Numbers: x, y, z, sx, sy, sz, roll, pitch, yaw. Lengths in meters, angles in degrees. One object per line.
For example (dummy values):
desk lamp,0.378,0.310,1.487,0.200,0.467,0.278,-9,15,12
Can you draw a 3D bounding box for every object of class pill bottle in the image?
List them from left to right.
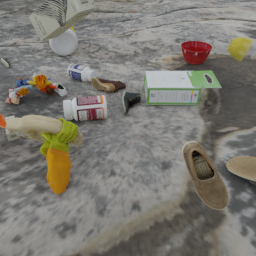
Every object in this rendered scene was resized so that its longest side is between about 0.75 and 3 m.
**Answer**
pill bottle,-3.189,-4.479,13.442,1.293,1.293,2.368,-10,38,-13
pill bottle,-1.790,-2.127,10.909,1.041,0.578,0.578,19,41,23
pill bottle,-1.328,-0.605,8.739,1.292,0.737,0.737,-6,37,-8

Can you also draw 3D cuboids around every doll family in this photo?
doll family,-3.405,-1.466,9.691,1.884,0.849,1.169,-18,36,-12

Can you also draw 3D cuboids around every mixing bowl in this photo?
mixing bowl,2.954,-3.254,12.296,1.338,0.724,1.338,1,37,0

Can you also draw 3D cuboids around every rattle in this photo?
rattle,-2.530,0.556,7.199,2.528,1.806,1.646,5,-3,9

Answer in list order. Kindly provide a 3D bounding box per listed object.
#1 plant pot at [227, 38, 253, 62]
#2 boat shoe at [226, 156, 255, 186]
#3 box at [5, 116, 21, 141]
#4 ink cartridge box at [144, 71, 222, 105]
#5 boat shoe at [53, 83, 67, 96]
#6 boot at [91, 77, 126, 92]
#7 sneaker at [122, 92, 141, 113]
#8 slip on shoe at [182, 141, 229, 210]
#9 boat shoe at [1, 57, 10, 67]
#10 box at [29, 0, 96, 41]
plant pot,3.584,-2.620,9.109,0.551,0.776,0.776,27,42,6
boat shoe,3.230,1.177,6.453,1.967,0.637,0.708,10,43,45
box,-3.449,-0.001,8.298,0.358,0.298,0.870,-17,40,-22
ink cartridge box,1.829,-1.422,9.832,2.455,0.728,1.274,-1,37,-1
boat shoe,-2.520,-1.497,10.283,0.356,0.317,0.969,-28,45,-32
boot,-0.738,-1.653,10.553,0.932,0.406,1.121,-17,37,-40
sneaker,0.125,-0.902,9.374,0.623,0.439,1.173,-1,35,3
slip on shoe,1.140,0.722,4.047,0.431,1.132,0.343,-24,7,3
boat shoe,-5.250,-2.864,12.128,0.279,0.296,0.824,-27,42,-25
box,-2.216,-3.811,9.269,2.404,0.988,0.822,-14,18,45
